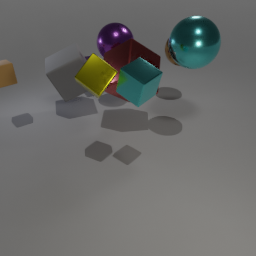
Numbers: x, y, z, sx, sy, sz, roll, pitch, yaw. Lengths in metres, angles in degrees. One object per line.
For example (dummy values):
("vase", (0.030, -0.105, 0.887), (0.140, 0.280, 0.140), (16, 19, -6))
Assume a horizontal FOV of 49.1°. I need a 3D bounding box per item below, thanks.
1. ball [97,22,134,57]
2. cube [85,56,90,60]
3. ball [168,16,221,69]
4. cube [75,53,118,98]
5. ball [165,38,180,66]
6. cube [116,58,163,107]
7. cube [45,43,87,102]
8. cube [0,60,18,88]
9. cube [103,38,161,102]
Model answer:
("ball", (-0.462, -3.173, 10.399), (1.400, 1.400, 1.400), (0, 31, 0))
("cube", (-1.680, -2.785, 12.553), (0.700, 0.700, 0.700), (-12, 34, -21))
("ball", (1.814, -2.324, 7.671), (1.400, 1.400, 1.400), (0, 31, 0))
("cube", (-0.748, -1.193, 6.530), (0.700, 0.700, 0.700), (37, -4, -7))
("ball", (2.216, -3.260, 11.535), (1.400, 1.400, 1.400), (0, 31, 0))
("cube", (0.250, -1.048, 6.402), (0.700, 0.700, 0.700), (37, 51, 20))
("cube", (-2.202, -2.143, 10.796), (1.400, 1.400, 1.400), (-26, 40, 3))
("cube", (-4.193, -1.798, 9.286), (0.700, 0.700, 0.700), (-23, 34, -30))
("cube", (0.084, -1.840, 9.309), (1.400, 1.400, 1.400), (20, -21, -39))
